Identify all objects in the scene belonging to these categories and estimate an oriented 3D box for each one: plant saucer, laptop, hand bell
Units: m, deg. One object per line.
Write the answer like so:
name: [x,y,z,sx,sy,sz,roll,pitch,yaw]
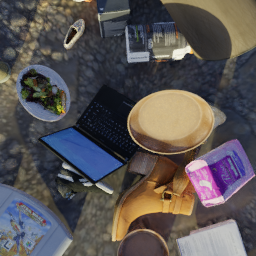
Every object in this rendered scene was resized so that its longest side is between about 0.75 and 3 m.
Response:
plant saucer: [0.964,-0.169,6.440,1.933,1.933,0.354,4,44,1]
laptop: [-0.820,0.001,8.214,2.314,1.349,2.611,33,86,23]
hand bell: [1.828,0.700,8.269,1.375,1.375,2.640,22,76,3]
plant saucer: [0.469,3.878,8.589,1.578,0.272,1.578,0,82,1]

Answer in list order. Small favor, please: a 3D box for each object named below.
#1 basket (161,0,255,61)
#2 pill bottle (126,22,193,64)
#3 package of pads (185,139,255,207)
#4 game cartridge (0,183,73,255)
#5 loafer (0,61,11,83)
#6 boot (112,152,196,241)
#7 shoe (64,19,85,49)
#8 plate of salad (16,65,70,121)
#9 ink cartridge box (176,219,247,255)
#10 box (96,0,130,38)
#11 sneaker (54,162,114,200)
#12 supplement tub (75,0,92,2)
basket: [1.731,-3.321,6.674,1.957,2.595,2.878,-49,120,0]
pill bottle: [1.083,-2.736,8.971,2.260,1.201,1.201,-4,83,0]
package of pads: [2.751,1.239,8.178,2.156,0.816,1.299,-18,78,-41]
game cartridge: [-3.257,3.087,8.458,2.933,0.609,1.953,35,82,2]
loafer: [-5.152,-1.699,8.993,2.541,0.885,0.956,-19,83,-2]
boot: [0.809,2.279,8.437,2.209,1.052,2.855,20,86,-2]
shoe: [-1.803,-3.210,9.480,0.409,0.312,1.170,28,83,3]
plate of salad: [-2.038,-0.907,7.018,0.362,1.505,1.505,-20,80,41]
ink cartridge box: [2.622,3.982,8.506,1.922,0.416,1.887,-16,83,0]
box: [-0.527,-4.017,8.937,1.004,1.592,1.619,-8,83,-1]
sneaker: [-1.422,1.892,8.701,1.815,0.663,1.015,26,87,11]
supplement tub: [-2.004,-4.948,9.304,1.823,1.117,1.117,22,83,2]
